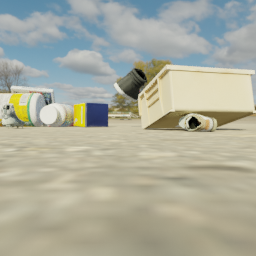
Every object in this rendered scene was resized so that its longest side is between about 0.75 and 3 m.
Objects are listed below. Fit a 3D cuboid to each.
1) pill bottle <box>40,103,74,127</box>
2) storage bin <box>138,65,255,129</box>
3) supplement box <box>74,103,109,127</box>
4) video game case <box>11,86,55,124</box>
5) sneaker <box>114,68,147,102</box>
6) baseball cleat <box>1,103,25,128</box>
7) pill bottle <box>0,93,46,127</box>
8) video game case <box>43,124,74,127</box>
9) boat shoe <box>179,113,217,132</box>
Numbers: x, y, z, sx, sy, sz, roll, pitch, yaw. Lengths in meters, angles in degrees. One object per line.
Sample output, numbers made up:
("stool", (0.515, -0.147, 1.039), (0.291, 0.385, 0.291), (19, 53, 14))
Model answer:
("pill bottle", (-3.309, -0.601, 13.355), (1.108, 1.108, 2.037), (0, 2, 13))
("storage bin", (1.763, -0.684, 7.769), (2.407, 1.128, 2.389), (-1, -11, -16))
("supplement box", (-1.763, -0.584, 13.068), (1.068, 1.075, 1.963), (0, 2, -27))
("video game case", (-4.894, -1.119, 14.848), (2.135, 2.343, 0.269), (5, 41, 0))
("sneaker", (0.417, -1.985, 12.976), (1.313, 0.936, 2.647), (-37, -11, 15))
("baseball cleat", (-3.921, -0.401, 9.601), (0.551, 0.841, 1.581), (-6, 0, -12))
("pill bottle", (-5.719, -0.880, 13.820), (2.941, 1.659, 1.659), (0, 1, 3))
("video game case", (-3.619, -0.150, 14.915), (1.585, 0.138, 1.134), (-1, 1, -29))
("boat shoe", (1.471, -0.136, 6.340), (0.394, 0.431, 1.153), (6, -1, -25))
